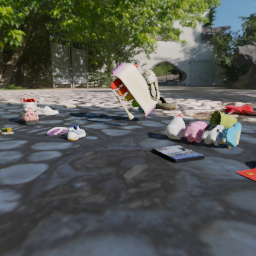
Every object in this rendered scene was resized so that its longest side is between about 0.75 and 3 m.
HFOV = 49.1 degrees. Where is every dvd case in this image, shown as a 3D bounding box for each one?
[{"bbox_3d":[1.185,0.618,6.797,0.801,0.098,1.122,-5,12,-23],"label":"dvd case"}]

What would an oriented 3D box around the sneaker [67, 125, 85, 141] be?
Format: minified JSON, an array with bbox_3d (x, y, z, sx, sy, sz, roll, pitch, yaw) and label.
[{"bbox_3d":[-1.591,0.095,8.776,0.371,0.435,0.986,0,9,10],"label":"sneaker"}]

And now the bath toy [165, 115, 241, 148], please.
[{"bbox_3d":[2.092,0.057,8.073,2.092,0.773,0.910,9,-21,38],"label":"bath toy"}]

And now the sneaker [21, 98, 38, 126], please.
[{"bbox_3d":[-4.130,-0.762,11.800,0.652,1.046,1.952,-4,11,-20],"label":"sneaker"}]

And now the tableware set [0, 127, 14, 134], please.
[{"bbox_3d":[-4.531,0.100,9.459,1.203,0.185,0.811,-8,12,-35],"label":"tableware set"}]

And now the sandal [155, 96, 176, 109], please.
[{"bbox_3d":[1.854,-1.655,17.522,1.182,0.795,2.943,-7,12,-36],"label":"sandal"}]

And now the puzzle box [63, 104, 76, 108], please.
[{"bbox_3d":[-3.829,-1.441,18.267,0.611,0.117,0.919,-6,12,-28],"label":"puzzle box"}]

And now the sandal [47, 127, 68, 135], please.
[{"bbox_3d":[-2.282,0.128,9.212,0.788,0.321,0.194,-12,56,-50],"label":"sandal"}]

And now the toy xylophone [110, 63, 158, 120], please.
[{"bbox_3d":[0.193,-1.457,11.576,1.797,2.454,0.617,-37,16,-24],"label":"toy xylophone"}]

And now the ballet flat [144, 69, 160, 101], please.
[{"bbox_3d":[0.831,-1.447,9.498,0.424,1.122,0.358,-18,9,13],"label":"ballet flat"}]

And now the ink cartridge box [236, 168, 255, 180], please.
[{"bbox_3d":[3.020,0.772,5.269,1.467,0.367,1.180,-2,10,-22],"label":"ink cartridge box"}]

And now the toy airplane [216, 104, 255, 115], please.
[{"bbox_3d":[5.633,-0.939,14.299,2.840,0.522,2.840,1,11,0],"label":"toy airplane"}]

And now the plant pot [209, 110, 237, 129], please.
[{"bbox_3d":[3.331,-0.173,9.699,0.718,0.781,0.781,10,8,-12],"label":"plant pot"}]

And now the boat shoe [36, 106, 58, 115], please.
[{"bbox_3d":[-4.152,-0.894,14.318,1.232,0.427,0.436,2,10,13],"label":"boat shoe"}]
